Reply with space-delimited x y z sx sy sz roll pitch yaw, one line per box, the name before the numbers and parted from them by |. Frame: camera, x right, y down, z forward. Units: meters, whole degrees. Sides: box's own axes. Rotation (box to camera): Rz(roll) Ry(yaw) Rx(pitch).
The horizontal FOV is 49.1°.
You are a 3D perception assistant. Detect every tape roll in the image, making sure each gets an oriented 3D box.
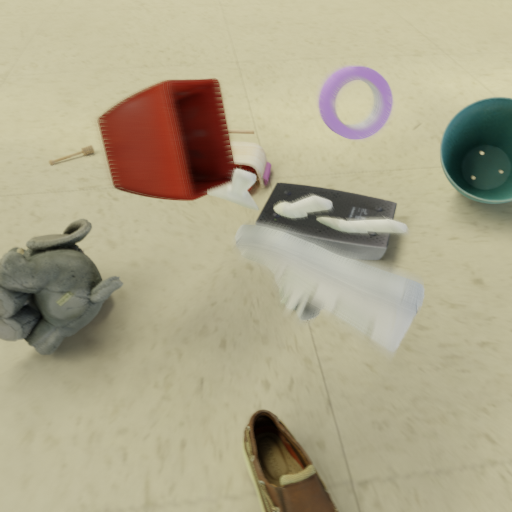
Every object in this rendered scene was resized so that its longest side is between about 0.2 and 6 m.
tape roll | 1.214 -1.880 6.887 0.852 0.852 0.279 -4 18 -4

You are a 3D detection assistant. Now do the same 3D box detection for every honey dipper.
honey dipper | -4.364 -2.372 13.207 1.068 0.203 0.203 -23 45 -23

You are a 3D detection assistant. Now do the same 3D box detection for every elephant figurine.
elephant figurine | -3.240 0.214 9.144 1.981 1.806 2.553 25 21 -14

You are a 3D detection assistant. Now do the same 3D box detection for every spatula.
spatula | 0.420 -0.510 6.206 1.977 0.228 2.843 19 2 -5

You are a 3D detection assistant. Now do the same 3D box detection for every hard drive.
hard drive | 1.378 -0.680 10.916 2.482 0.525 1.674 12 41 13

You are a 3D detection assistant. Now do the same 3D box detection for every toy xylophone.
toy xylophone | -0.868 -2.228 12.672 2.551 0.641 1.868 10 41 12

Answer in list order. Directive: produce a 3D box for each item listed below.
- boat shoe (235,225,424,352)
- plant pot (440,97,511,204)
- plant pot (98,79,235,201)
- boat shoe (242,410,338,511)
boat shoe | 0.670 0.344 7.033 2.764 1.017 0.923 21 87 41
plant pot | 4.848 -2.008 11.600 2.109 1.421 2.109 -2 83 13
plant pot | -1.379 -1.688 8.433 1.427 1.620 1.618 -5 15 24
boat shoe | 0.440 2.807 6.490 0.866 0.867 2.345 -19 44 -22
